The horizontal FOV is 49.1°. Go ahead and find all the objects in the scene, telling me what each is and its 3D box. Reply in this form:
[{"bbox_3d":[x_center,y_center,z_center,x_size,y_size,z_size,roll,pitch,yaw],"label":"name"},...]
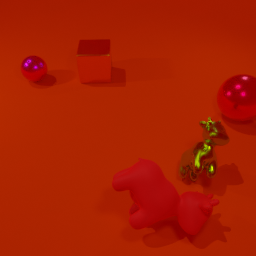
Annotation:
[{"bbox_3d":[-3.032,-1.921,9.058,0.835,0.835,0.835,0,44,0],"label":"ball"},{"bbox_3d":[3.062,-0.815,7.577,1.269,1.269,1.269,0,44,0],"label":"ball"},{"bbox_3d":[-1.075,-2.198,9.208,1.038,1.038,1.038,-1,45,-1],"label":"cube"},{"bbox_3d":[1.643,0.469,6.171,0.701,1.277,1.256,18,67,-19],"label":"cow figurine"},{"bbox_3d":[0.728,1.266,5.348,1.681,1.708,0.938,-25,3,1],"label":"cow figurine"}]
